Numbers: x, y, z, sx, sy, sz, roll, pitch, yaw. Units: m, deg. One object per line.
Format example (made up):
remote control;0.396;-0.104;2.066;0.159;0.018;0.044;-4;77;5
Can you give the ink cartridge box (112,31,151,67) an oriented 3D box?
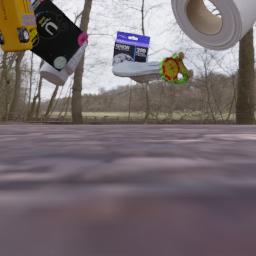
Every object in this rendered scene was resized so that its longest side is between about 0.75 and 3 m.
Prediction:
ink cartridge box;0.140;-3.659;13.437;1.679;1.695;0.368;11;26;5

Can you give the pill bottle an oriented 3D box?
pill bottle;-2.520;-2.837;11.050;1.243;2.193;1.243;19;-19;7

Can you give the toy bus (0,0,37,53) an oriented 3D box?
toy bus;-2.404;-2.585;5.743;0.630;1.936;0.758;-1;23;12

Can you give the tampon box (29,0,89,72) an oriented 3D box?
tampon box;-2.640;-3.149;8.930;2.079;1.558;1.312;33;12;-50

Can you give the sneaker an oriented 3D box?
sneaker;0.499;-2.331;12.225;2.475;0.876;0.904;-4;45;-15

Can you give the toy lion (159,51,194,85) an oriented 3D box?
toy lion;1.734;-2.132;10.407;1.224;1.277;0.438;-47;26;-19

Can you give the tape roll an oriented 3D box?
tape roll;2.469;-3.527;8.251;2.521;0.882;2.521;40;-13;11
